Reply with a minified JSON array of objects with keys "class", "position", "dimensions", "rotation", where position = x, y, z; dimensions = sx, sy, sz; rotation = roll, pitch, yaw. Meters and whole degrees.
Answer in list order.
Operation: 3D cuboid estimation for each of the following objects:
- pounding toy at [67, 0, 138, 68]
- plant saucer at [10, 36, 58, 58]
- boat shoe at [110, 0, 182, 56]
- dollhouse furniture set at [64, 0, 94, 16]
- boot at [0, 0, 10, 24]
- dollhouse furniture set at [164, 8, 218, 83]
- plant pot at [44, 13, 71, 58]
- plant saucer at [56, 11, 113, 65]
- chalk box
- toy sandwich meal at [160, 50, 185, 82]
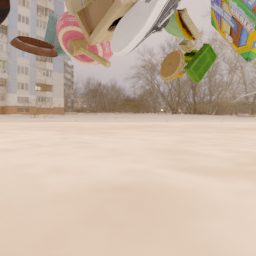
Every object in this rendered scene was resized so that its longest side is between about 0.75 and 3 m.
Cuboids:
[{"class":"pounding toy","position":[-0.594,-2.928,7.472],"dimensions":[1.334,2.562,2.917],"rotation":[-26,-1,-35]},{"class":"plant saucer","position":[-3.398,-3.019,10.273],"dimensions":[1.720,0.296,1.720],"rotation":[17,21,-7]},{"class":"boat shoe","position":[0.560,-2.492,6.252],"dimensions":[0.857,2.389,0.810],"rotation":[35,0,43]},{"class":"dollhouse furniture set","position":[-1.254,-3.204,6.158],"dimensions":[0.690,0.533,1.380],"rotation":[-38,-13,-8]},{"class":"boot","position":[-3.070,-2.973,6.498],"dimensions":[1.206,0.585,0.451],"rotation":[-45,-3,38]},{"class":"dollhouse furniture set","position":[2.091,-3.418,11.559],"dimensions":[2.790,1.400,1.828],"rotation":[41,-5,-36]},{"class":"plant pot","position":[-2.316,-3.544,11.328],"dimensions":[1.508,1.504,1.536],"rotation":[-3,32,-43]},{"class":"plant saucer","position":[-1.475,-2.837,9.259],"dimensions":[2.070,0.525,2.070],"rotation":[17,-31,10]},{"class":"chalk box","position":[3.276,-3.343,6.934],"dimensions":[1.804,1.791,2.890],"rotation":[-38,-19,7]},{"class":"toy sandwich meal","position":[1.635,-2.198,10.102],"dimensions":[0.438,1.280,1.280],"rotation":[19,-10,-33]}]
